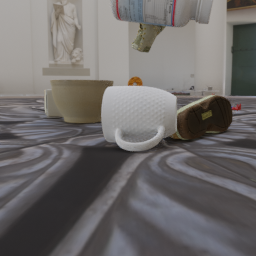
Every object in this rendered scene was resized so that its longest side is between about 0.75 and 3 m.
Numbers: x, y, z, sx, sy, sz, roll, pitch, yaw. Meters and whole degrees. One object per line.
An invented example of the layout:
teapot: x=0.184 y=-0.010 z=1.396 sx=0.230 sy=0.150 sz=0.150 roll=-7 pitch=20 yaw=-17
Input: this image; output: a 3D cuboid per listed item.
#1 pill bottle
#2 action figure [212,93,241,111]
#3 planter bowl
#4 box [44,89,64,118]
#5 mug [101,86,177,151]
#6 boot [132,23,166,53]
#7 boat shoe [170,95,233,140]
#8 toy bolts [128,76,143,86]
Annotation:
pill bottle: x=0.972 y=-3.592 z=7.710 sx=2.678 sy=1.456 sz=1.456 roll=11 pitch=10 yaw=12
action figure: x=4.869 y=-1.390 z=14.671 sx=1.907 sy=0.944 sz=0.622 roll=3 pitch=8 yaw=39
planter bowl: x=-1.476 y=-0.877 z=9.171 sx=2.022 sy=1.361 sz=2.022 roll=0 pitch=9 yaw=0
box: x=-2.785 y=-1.067 z=11.567 sx=1.286 sy=1.053 sz=2.708 roll=-3 pitch=8 yaw=-19
mug: x=0.244 y=-0.136 z=5.333 sx=1.331 sy=1.121 sz=1.519 roll=1 pitch=40 yaw=12
boot: x=0.524 y=-3.698 z=10.697 sx=1.875 sy=1.450 sz=0.676 roll=5 pitch=37 yaw=-48
boat shoe: x=1.646 y=-0.271 z=6.814 sx=0.990 sy=0.931 sz=2.599 roll=-9 pitch=0 yaw=44
toy bolts: x=0.292 y=-1.578 z=14.073 sx=1.831 sy=1.749 sz=1.270 roll=-21 pitch=20 yaw=-14
